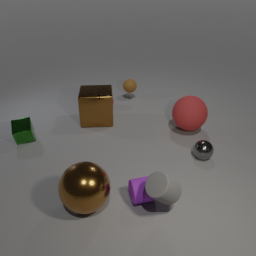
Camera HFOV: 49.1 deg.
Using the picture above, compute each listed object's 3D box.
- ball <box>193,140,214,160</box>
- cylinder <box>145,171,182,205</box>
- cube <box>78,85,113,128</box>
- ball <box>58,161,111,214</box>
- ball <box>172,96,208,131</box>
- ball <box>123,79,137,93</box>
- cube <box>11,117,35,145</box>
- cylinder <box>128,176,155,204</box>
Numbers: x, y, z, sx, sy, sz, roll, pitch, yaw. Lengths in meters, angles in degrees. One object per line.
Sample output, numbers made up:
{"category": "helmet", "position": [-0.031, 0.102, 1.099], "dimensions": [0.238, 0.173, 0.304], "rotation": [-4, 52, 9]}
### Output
{"category": "ball", "position": [2.641, 0.767, 9.805], "dimensions": [0.700, 0.700, 0.700], "rotation": [0, 30, 0]}
{"category": "cylinder", "position": [0.913, 1.545, 7.199], "dimensions": [0.700, 0.700, 0.700], "rotation": [-23, 51, 31]}
{"category": "cube", "position": [-1.365, -0.970, 12.146], "dimensions": [1.400, 1.400, 1.400], "rotation": [-2, 30, -4]}
{"category": "ball", "position": [-1.173, 1.609, 7.595], "dimensions": [1.400, 1.400, 1.400], "rotation": [0, 30, 0]}
{"category": "ball", "position": [2.475, -0.598, 11.227], "dimensions": [1.400, 1.400, 1.400], "rotation": [0, 30, 0]}
{"category": "ball", "position": [0.095, -2.137, 14.194], "dimensions": [0.700, 0.700, 0.700], "rotation": [0, 30, 0]}
{"category": "cube", "position": [-4.009, 0.105, 10.713], "dimensions": [0.700, 0.700, 0.700], "rotation": [-12, 55, -12]}
{"category": "cylinder", "position": [0.429, 1.757, 7.973], "dimensions": [0.700, 0.700, 0.700], "rotation": [-8, 31, -12]}
